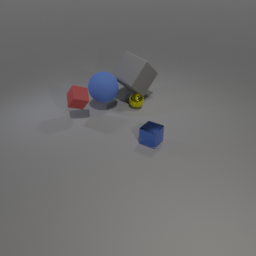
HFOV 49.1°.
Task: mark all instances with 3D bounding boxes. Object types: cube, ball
[{"bbox_3d":[0.311,-2.579,13.442,1.400,1.400,1.400,33,3,31],"label":"cube"},{"bbox_3d":[-1.126,-1.868,12.808,1.400,1.400,1.400,0,31,0],"label":"ball"},{"bbox_3d":[0.893,0.248,10.676,0.700,0.700,0.700,19,36,29],"label":"cube"},{"bbox_3d":[-2.120,-1.283,11.808,0.700,0.700,0.700,7,59,-32],"label":"cube"},{"bbox_3d":[0.399,-1.294,13.209,0.700,0.700,0.700,0,31,0],"label":"ball"}]
